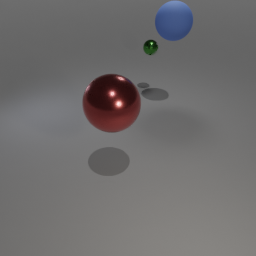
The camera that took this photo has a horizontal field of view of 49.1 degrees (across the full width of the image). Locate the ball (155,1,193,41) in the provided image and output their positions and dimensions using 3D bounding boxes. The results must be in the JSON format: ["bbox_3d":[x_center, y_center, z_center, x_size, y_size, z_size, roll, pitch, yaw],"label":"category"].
[{"bbox_3d":[1.709,-3.972,10.426,1.400,1.400,1.400,0,31,0],"label":"ball"}]

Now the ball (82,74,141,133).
[{"bbox_3d":[-0.386,-0.586,6.696,1.400,1.400,1.400,0,31,0],"label":"ball"}]

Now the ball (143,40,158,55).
[{"bbox_3d":[1.041,-3.685,12.820,0.700,0.700,0.700,0,31,0],"label":"ball"}]
